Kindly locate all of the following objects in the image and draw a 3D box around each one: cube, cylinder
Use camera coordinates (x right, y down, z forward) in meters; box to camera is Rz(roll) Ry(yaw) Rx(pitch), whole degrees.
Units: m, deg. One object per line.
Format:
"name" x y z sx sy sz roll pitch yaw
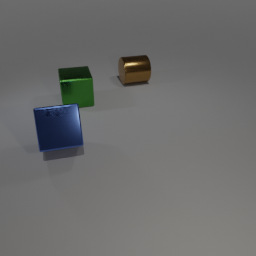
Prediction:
"cube" -2.351 -1.848 12.700 1.400 1.400 1.400 -8 36 -13
"cube" -2.327 -0.063 9.491 1.400 1.400 1.400 -8 6 -12
"cylinder" 0.328 -3.059 14.670 1.400 1.400 1.400 -9 33 -15
